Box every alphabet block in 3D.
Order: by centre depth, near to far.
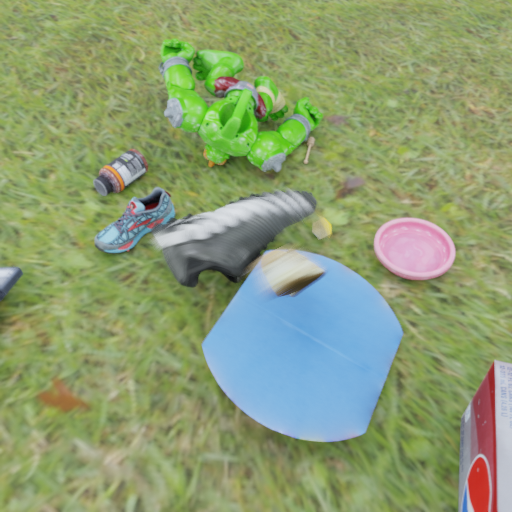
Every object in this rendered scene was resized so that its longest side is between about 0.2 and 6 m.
[{"bbox_3d":[1.203,-0.503,10.277,0.256,0.250,0.251,-26,38,34],"label":"alphabet block"}]

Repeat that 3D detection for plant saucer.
[{"bbox_3d":[2.772,-0.078,9.918,1.390,0.352,1.390,0,48,0],"label":"plant saucer"}]

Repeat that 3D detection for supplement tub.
[{"bbox_3d":[-2.709,-1.634,11.139,0.576,0.576,1.078,31,55,24],"label":"supplement tub"}]

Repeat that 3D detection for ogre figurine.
[{"bbox_3d":[-0.468,-2.999,11.455,3.546,1.740,2.126,37,50,-27],"label":"ogre figurine"}]

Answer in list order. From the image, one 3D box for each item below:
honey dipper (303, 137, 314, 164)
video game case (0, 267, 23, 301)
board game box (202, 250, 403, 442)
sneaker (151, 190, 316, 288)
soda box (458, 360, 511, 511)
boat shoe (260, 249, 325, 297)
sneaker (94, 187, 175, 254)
[{"bbox_3d":[1.122,-2.233,11.964,0.149,0.149,0.786,9,53,8],"label":"honey dipper"},{"bbox_3d":[-4.757,0.898,8.750,1.411,0.187,1.975,-3,40,22],"label":"video game case"},{"bbox_3d":[0.718,1.355,8.450,2.507,0.618,3.173,29,50,6],"label":"board game box"},{"bbox_3d":[-0.236,-0.270,9.377,2.908,1.316,0.966,-18,16,-24],"label":"sneaker"},{"bbox_3d":[3.024,3.625,5.773,1.536,1.696,4.843,11,49,9],"label":"soda box"},{"bbox_3d":[0.511,0.188,7.753,0.636,1.718,0.570,-37,77,9],"label":"boat shoe"},{"bbox_3d":[-2.264,-0.713,10.172,0.663,0.798,1.671,36,58,27],"label":"sneaker"}]
